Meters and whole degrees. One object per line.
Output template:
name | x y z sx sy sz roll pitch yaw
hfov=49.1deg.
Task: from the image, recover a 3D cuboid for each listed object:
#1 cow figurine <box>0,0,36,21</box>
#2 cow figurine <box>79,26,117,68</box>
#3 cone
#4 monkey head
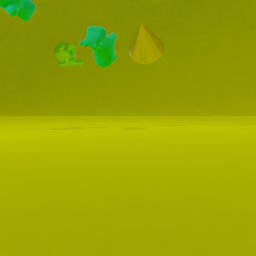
cow figurine | -3.079 -3.364 7.218 1.454 0.798 1.431 29 8 -39
cow figurine | -0.740 -2.124 7.505 0.719 1.309 1.288 10 42 13
cone | 0.533 -3.000 9.228 1.244 1.244 1.249 1 -25 13
monkey head | -1.700 -2.127 8.082 0.819 0.686 1.138 -6 14 -31
